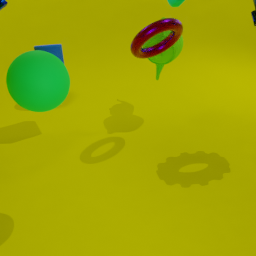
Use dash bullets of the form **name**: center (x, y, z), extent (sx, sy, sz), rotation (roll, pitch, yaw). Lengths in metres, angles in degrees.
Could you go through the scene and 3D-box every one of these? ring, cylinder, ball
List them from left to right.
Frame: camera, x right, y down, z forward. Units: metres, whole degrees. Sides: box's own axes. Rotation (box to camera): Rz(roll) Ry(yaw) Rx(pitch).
- **ball**: center (-1.426, -0.742, 4.496), extent (0.976, 0.976, 0.976), rotation (0, 34, 0)
- **cylinder**: center (-2.639, -2.330, 9.458), extent (0.905, 0.905, 0.905), rotation (-4, 18, 1)
- **ring**: center (0.694, -2.145, 6.795), extent (1.373, 1.373, 0.275), rotation (-18, 77, -25)

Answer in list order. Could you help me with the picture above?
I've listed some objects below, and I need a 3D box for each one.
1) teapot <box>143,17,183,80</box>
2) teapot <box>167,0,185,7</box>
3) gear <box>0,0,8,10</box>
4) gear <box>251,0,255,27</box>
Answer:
- **teapot**: center (0.965, -2.304, 8.140), extent (1.210, 1.945, 0.952), rotation (11, 51, 10)
- **teapot**: center (1.492, -4.154, 8.412), extent (0.748, 0.950, 1.527), rotation (42, 2, -10)
- **gear**: center (-3.582, -3.499, 6.710), extent (1.464, 1.464, 0.271), rotation (16, 53, 23)
- **gear**: center (3.528, -2.584, 5.806), extent (1.739, 1.739, 0.322), rotation (1, 62, 1)
